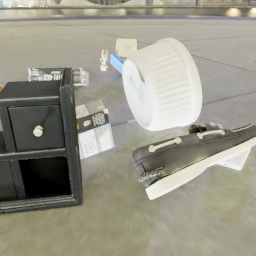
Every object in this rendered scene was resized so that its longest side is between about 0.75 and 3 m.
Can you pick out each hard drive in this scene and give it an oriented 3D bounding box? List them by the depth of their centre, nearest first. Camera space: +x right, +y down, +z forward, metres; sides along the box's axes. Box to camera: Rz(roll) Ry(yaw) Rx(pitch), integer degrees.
[{"bbox_3d":[2.438,0.623,6.581,0.643,0.130,0.975,16,31,29],"label":"hard drive"}]

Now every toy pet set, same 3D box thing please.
[{"bbox_3d":[0.041,-2.978,13.127,2.709,1.438,2.529,0,-9,-7],"label":"toy pet set"}]

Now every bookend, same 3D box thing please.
[{"bbox_3d":[-2.020,0.251,4.878,2.308,2.323,1.070,-4,27,-9],"label":"bookend"}]

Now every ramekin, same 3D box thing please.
[{"bbox_3d":[0.786,-1.063,7.580,1.272,2.423,2.423,-19,31,-14],"label":"ramekin"}]

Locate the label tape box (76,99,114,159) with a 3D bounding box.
[{"bbox_3d":[-1.173,0.151,6.232,1.581,1.140,0.500,-19,40,-14],"label":"label tape box"}]

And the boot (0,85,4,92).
[{"bbox_3d":[-5.344,-1.054,9.275,2.428,0.911,1.302,-9,21,-29],"label":"boot"}]

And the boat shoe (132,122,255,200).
[{"bbox_3d":[1.395,0.345,5.272,2.949,1.089,0.890,-21,73,-26],"label":"boat shoe"}]

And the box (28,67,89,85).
[{"bbox_3d":[-2.444,-1.866,10.354,1.768,0.558,2.242,-1,7,0],"label":"box"}]
